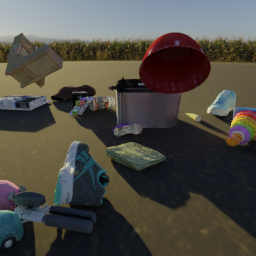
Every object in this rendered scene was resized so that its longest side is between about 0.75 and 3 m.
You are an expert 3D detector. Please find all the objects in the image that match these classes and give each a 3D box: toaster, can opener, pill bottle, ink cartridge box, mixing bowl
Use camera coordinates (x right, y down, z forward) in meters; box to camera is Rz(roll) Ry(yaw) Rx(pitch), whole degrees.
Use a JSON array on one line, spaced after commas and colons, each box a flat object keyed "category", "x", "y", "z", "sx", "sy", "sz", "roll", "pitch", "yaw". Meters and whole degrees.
[{"category": "toaster", "x": 0.669, "y": -1.178, "z": 11.916, "sx": 2.932, "sy": 1.740, "sz": 2.652, "roll": -1, "pitch": 17, "yaw": -2}, {"category": "can opener", "x": -1.361, "y": 1.513, "z": 5.104, "sx": 1.553, "sy": 0.519, "sz": 0.414, "roll": 7, "pitch": 31, "yaw": 9}, {"category": "pill bottle", "x": -1.272, "y": -1.233, "z": 13.906, "sx": 1.149, "sy": 0.665, "sz": 0.665, "roll": -9, "pitch": 19, "yaw": -25}, {"category": "ink cartridge box", "x": -5.591, "y": -1.426, "z": 14.854, "sx": 2.244, "sy": 0.491, "sz": 2.265, "roll": 3, "pitch": 16, "yaw": 12}, {"category": "toaster", "x": -2.420, "y": -1.436, "z": 14.278, "sx": 0.914, "sy": 0.827, "sz": 0.542, "roll": -2, "pitch": 17, "yaw": -8}, {"category": "mixing bowl", "x": 1.164, "y": -1.766, "z": 7.139, "sx": 1.756, "sy": 1.756, "sz": 0.951, "roll": 1, "pitch": 60, "yaw": 3}]

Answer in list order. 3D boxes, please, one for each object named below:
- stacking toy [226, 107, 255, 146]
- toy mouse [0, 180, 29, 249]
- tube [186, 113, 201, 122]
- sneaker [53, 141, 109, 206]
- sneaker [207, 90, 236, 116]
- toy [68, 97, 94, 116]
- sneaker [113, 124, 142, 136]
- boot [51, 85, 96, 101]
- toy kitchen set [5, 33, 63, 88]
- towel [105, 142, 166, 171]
[{"category": "stacking toy", "x": 3.769, "y": 0.141, "z": 9.277, "sx": 1.118, "sy": 1.057, "sz": 1.927, "roll": 10, "pitch": 31, "yaw": 37}, {"category": "toy mouse", "x": -2.480, "y": 1.543, "z": 5.216, "sx": 2.368, "sy": 0.516, "sz": 2.664, "roll": 0, "pitch": 17, "yaw": 1}, {"category": "tube", "x": 2.891, "y": -0.500, "z": 12.310, "sx": 0.273, "sy": 0.305, "sz": 1.051, "roll": -39, "pitch": 18, "yaw": 1}, {"category": "sneaker", "x": -0.976, "y": 1.078, "z": 6.497, "sx": 1.104, "sy": 0.939, "sz": 2.420, "roll": 13, "pitch": 21, "yaw": -8}, {"category": "sneaker", "x": 4.474, "y": -1.268, "z": 13.350, "sx": 0.957, "sy": 1.061, "sz": 2.589, "roll": 9, "pitch": 19, "yaw": 31}, {"category": "toy", "x": -2.245, "y": -1.138, "z": 13.204, "sx": 0.774, "sy": 0.318, "sz": 1.345, "roll": -1, "pitch": 45, "yaw": 28}, {"category": "sneaker", "x": -0.043, "y": 0.011, "z": 10.365, "sx": 1.126, "sy": 0.392, "sz": 0.560, "roll": -6, "pitch": 18, "yaw": -18}, {"category": "boot", "x": -3.168, "y": -1.922, "z": 16.438, "sx": 2.192, "sy": 0.793, "sz": 1.823, "roll": 8, "pitch": 31, "yaw": 21}, {"category": "toy kitchen set", "x": -2.502, "y": -2.024, "z": 8.372, "sx": 1.515, "sy": 1.370, "sz": 1.680, "roll": -21, "pitch": 51, "yaw": 20}, {"category": "towel", "x": 0.193, "y": 0.771, "z": 8.102, "sx": 1.161, "sy": 0.285, "sz": 1.565, "roll": -13, "pitch": 22, "yaw": -39}]
